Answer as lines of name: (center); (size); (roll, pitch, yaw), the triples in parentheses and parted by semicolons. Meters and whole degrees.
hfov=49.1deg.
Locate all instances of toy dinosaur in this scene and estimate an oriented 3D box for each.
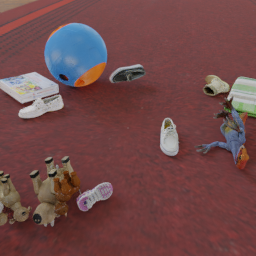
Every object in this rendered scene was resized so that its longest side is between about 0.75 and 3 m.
toy dinosaur: (3.280, 0.176, 8.244); (2.487, 1.306, 2.257); (1, 53, -19)

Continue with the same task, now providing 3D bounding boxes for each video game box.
video game box: (-3.964, -1.661, 11.220); (1.788, 0.419, 1.629); (30, 37, 35)

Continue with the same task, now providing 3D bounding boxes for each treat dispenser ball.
treat dispenser ball: (-2.075, -2.908, 11.256); (2.464, 2.464, 2.464); (0, 35, 0)

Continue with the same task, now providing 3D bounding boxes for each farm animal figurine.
farm animal figurine: (-2.219, 1.645, 6.176); (2.363, 1.188, 1.908); (-16, 20, -17)

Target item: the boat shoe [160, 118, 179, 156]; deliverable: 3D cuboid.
boat shoe: (1.279, 0.167, 8.549); (0.552, 0.636, 1.493); (3, 35, 4)

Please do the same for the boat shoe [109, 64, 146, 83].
boat shoe: (0.018, -2.198, 11.533); (1.572, 0.567, 0.557); (-24, 49, -16)

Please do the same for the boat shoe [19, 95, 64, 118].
boat shoe: (-3.128, -0.825, 10.009); (1.621, 0.562, 0.574); (-23, 41, -28)

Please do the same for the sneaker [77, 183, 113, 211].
sneaker: (-0.834, 1.610, 6.745); (0.989, 0.398, 0.437); (-24, 8, -33)

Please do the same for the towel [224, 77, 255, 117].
towel: (4.910, -1.119, 10.680); (2.005, 0.412, 2.688); (15, 40, 24)

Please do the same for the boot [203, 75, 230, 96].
boot: (3.378, -1.732, 11.395); (0.945, 0.441, 1.223); (-19, 42, -26)
